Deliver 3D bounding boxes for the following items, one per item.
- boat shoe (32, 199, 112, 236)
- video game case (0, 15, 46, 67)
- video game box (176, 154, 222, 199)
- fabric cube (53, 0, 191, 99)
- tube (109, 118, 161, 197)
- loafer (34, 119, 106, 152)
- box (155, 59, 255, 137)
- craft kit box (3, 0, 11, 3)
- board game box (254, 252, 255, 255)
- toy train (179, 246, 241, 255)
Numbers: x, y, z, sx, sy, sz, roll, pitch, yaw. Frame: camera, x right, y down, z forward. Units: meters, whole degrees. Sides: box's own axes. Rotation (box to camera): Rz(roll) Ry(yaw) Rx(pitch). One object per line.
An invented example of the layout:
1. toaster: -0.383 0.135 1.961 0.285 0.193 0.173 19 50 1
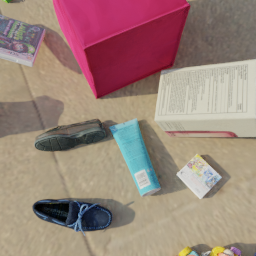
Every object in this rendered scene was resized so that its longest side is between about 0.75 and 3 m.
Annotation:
1. boat shoe: -1.220 1.920 6.036 1.750 0.601 0.736 2 70 1
2. video game case: -3.019 -2.321 7.242 1.462 0.188 1.608 14 46 -16
3. video game box: 1.652 1.122 6.550 0.710 0.182 0.779 -41 75 -11
4. fabric cube: -0.304 -2.569 6.711 2.365 2.411 2.403 -25 74 -9
5. tube: 0.192 0.654 6.605 0.723 0.471 1.868 -17 67 -12
6. loafer: -1.400 0.152 6.767 1.676 0.602 0.527 -10 51 -10
7. box: 1.798 -0.570 6.257 2.077 1.132 1.328 0 68 27
8. craft kit box: -3.773 -4.577 8.548 1.269 0.312 1.285 31 73 13
9. board game box: 4.215 2.799 5.784 2.752 0.474 1.863 28 73 10
10. toy train: 1.743 3.035 5.473 1.916 0.533 1.439 1 57 8
